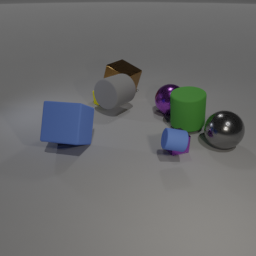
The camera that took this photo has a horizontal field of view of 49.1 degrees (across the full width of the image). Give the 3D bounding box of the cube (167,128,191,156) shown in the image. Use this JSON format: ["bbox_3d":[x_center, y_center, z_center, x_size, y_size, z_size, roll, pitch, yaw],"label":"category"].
[{"bbox_3d":[1.759,0.493,10.138,0.700,0.700,0.700,-10,29,-19],"label":"cube"}]

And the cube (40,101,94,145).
[{"bbox_3d":[-2.138,-0.156,10.075,1.400,1.400,1.400,5,-1,12],"label":"cube"}]

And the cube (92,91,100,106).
[{"bbox_3d":[-1.252,-1.558,13.957,0.700,0.700,0.700,20,37,37],"label":"cube"}]

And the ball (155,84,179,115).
[{"bbox_3d":[1.921,-1.301,12.768,1.400,1.400,1.400,0,28,0],"label":"ball"}]

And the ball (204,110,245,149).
[{"bbox_3d":[3.493,0.064,10.178,1.400,1.400,1.400,0,28,0],"label":"ball"}]

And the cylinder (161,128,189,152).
[{"bbox_3d":[1.509,0.387,9.111,0.700,0.700,0.700,9,26,-10],"label":"cylinder"}]

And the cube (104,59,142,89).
[{"bbox_3d":[-0.335,-2.597,14.863,1.400,1.400,1.400,34,40,20],"label":"cube"}]

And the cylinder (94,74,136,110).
[{"bbox_3d":[-0.592,-1.680,12.824,1.400,1.400,1.400,19,29,31],"label":"cylinder"}]

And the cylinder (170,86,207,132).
[{"bbox_3d":[2.433,-0.780,11.378,1.400,1.400,1.400,-4,32,3],"label":"cylinder"}]
